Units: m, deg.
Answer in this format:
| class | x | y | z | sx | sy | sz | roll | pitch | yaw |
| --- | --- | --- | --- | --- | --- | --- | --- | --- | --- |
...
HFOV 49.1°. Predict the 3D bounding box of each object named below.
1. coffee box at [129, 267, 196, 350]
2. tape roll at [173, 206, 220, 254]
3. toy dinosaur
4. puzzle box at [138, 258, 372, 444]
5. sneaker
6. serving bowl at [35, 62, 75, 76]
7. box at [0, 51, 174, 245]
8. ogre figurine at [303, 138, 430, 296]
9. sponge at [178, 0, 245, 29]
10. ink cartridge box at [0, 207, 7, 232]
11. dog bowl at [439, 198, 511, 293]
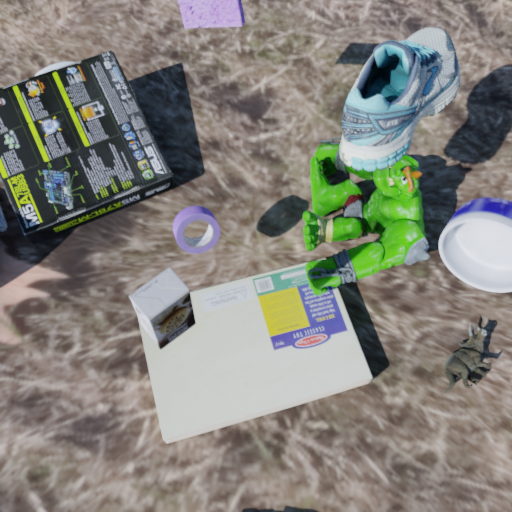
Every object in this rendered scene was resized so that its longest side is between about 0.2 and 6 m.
| class | x | y | z | sx | sy | sz | roll | pitch | yaw |
| --- | --- | --- | --- | --- | --- | --- | --- | --- | --- |
| coffee box | -1.031 | 0.618 | 6.331 | 0.550 | 0.972 | 0.388 | -37 | 69 | -18 |
| tape roll | -0.988 | -0.429 | 9.244 | 0.739 | 0.739 | 0.314 | -17 | 33 | -9 |
| toy dinosaur | 3.561 | 1.879 | 9.623 | 1.359 | 0.523 | 0.695 | -42 | 56 | -12 |
| puzzle box | -0.082 | 1.561 | 9.723 | 3.601 | 0.458 | 2.396 | -14 | 63 | -7 |
| sneaker | 2.245 | -2.663 | 8.306 | 1.201 | 1.336 | 3.095 | 18 | 58 | 26 |
| serving bowl | -4.187 | -3.604 | 12.317 | 1.901 | 0.625 | 1.901 | 0 | 63 | 0 |
| box | -3.650 | -2.233 | 11.220 | 3.046 | 0.749 | 3.154 | -25 | 78 | -10 |
| ogre figurine | 2.026 | -0.903 | 10.384 | 2.114 | 1.730 | 3.526 | -3 | 31 | 13 |
| sponge | -0.722 | -3.950 | 8.901 | 1.067 | 0.595 | 0.159 | 8 | 42 | 24 |
| ink cartridge box | -5.463 | -0.880 | 10.860 | 0.982 | 0.213 | 0.964 | -5 | 56 | -44 |
| dog bowl | 3.047 | -0.130 | 7.248 | 1.231 | 1.231 | 0.485 | 31 | 55 | 15 |
